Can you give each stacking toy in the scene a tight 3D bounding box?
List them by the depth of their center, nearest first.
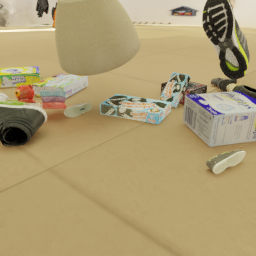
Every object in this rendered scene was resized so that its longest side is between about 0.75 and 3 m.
[{"bbox_3d":[-3.190,-1.073,9.305,2.053,0.867,1.859,1,3,16],"label":"stacking toy"}]

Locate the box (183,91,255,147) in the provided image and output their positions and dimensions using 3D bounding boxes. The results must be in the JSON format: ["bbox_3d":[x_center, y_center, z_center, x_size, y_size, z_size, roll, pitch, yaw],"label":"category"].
[{"bbox_3d":[2.926,-0.355,8.440,1.922,1.008,1.767,-6,26,-14],"label":"box"}]

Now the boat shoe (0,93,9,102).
[{"bbox_3d":[-5.460,-1.031,10.343,2.028,0.730,0.666,13,22,8],"label":"boat shoe"}]

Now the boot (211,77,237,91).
[{"bbox_3d":[4.202,-2.020,12.781,0.987,0.523,1.499,19,20,41],"label":"boot"}]

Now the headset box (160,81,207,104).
[{"bbox_3d":[2.314,-1.470,11.329,1.201,0.606,1.616,-20,32,-37],"label":"headset box"}]

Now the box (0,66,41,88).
[{"bbox_3d":[-5.660,-2.453,13.428,2.775,0.671,1.628,-9,26,-15],"label":"box"}]

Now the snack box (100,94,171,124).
[{"bbox_3d":[0.277,-0.718,9.938,2.228,0.413,1.294,11,27,23],"label":"snack box"}]

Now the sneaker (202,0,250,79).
[{"bbox_3d":[3.103,-2.882,8.717,0.975,2.640,1.069,-7,25,40],"label":"sneaker"}]

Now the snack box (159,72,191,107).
[{"bbox_3d":[1.778,-1.472,10.710,0.756,1.302,0.241,22,-7,43],"label":"snack box"}]

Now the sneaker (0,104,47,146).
[{"bbox_3d":[-3.668,-0.059,8.017,2.423,0.857,1.202,-3,33,8],"label":"sneaker"}]

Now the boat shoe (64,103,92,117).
[{"bbox_3d":[-1.812,-0.636,9.901,1.104,0.385,0.393,-22,15,-38],"label":"boat shoe"}]

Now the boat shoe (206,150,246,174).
[{"bbox_3d":[2.385,0.749,6.781,1.125,0.402,0.336,-18,36,-27],"label":"boat shoe"}]

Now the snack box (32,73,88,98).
[{"bbox_3d":[-2.892,-1.880,12.274,1.505,0.560,2.116,9,26,18],"label":"snack box"}]

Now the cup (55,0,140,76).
[{"bbox_3d":[-1.172,-3.357,9.042,2.874,2.056,2.874,-8,44,8],"label":"cup"}]

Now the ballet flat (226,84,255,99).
[{"bbox_3d":[5.312,-1.380,10.850,2.978,0.846,0.990,20,31,36],"label":"ballet flat"}]

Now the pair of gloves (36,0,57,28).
[{"bbox_3d":[-2.926,-4.455,10.594,0.149,1.075,1.207,5,-11,38],"label":"pair of gloves"}]
